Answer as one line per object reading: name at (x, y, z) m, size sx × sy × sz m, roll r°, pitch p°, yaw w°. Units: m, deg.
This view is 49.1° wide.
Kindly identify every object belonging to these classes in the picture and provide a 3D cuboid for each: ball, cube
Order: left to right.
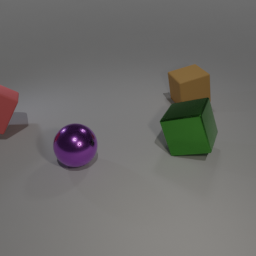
cube at (-5.005, -0.822, 10.362) m, size 1.400 × 1.400 × 1.400 m, roll 23°, pitch 10°, yaw -26°
ball at (-1.673, 0.549, 8.951) m, size 1.400 × 1.400 × 1.400 m, roll 0°, pitch 31°, yaw 0°
cube at (2.754, -1.851, 12.640) m, size 1.400 × 1.400 × 1.400 m, roll -18°, pitch 34°, yaw -6°
cube at (2.107, -0.039, 9.527) m, size 1.400 × 1.400 × 1.400 m, roll -8°, pitch 25°, yaw 31°
